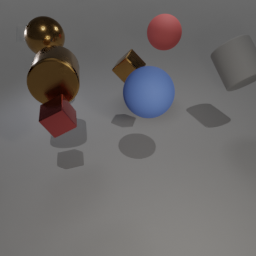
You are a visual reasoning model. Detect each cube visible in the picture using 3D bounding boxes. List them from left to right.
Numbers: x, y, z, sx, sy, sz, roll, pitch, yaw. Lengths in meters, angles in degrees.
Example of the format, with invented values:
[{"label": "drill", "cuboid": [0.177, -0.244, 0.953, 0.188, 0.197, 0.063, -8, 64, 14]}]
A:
[{"label": "cube", "cuboid": [-1.820, -0.311, 7.324, 0.700, 0.700, 0.700, -25, 41, 10]}, {"label": "cube", "cuboid": [0.040, -1.956, 8.999, 0.700, 0.700, 0.700, -33, 21, 37]}]

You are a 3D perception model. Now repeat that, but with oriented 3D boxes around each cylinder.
[{"label": "cylinder", "cuboid": [-2.120, -1.538, 8.151, 1.400, 1.400, 1.400, -5, 31, -7]}, {"label": "cylinder", "cuboid": [3.734, -2.170, 9.489, 1.400, 1.400, 1.400, -17, 79, -24]}]

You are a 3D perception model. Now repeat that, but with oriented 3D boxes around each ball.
[{"label": "ball", "cuboid": [-2.991, -3.290, 10.111, 1.400, 1.400, 1.400, 0, 34, 0]}, {"label": "ball", "cuboid": [0.559, -0.963, 7.584, 1.400, 1.400, 1.400, 0, 34, 0]}, {"label": "ball", "cuboid": [1.467, -3.859, 11.315, 1.400, 1.400, 1.400, 0, 34, 0]}]
